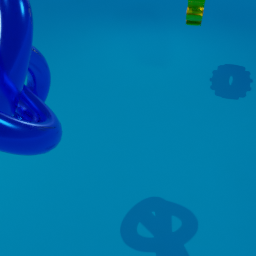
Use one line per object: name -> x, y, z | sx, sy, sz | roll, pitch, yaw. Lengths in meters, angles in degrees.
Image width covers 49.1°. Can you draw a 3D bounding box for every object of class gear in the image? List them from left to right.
gear -> 1.695, -3.496, 6.580 | 0.376, 2.034, 2.034 | 9, 42, 11

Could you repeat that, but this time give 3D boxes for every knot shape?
knot shape -> -1.139, -0.416, 2.672 | 0.787, 1.594, 1.703 | -14, 72, -11
